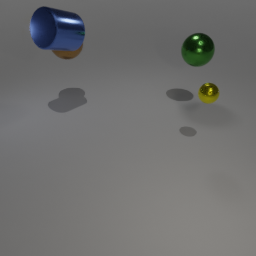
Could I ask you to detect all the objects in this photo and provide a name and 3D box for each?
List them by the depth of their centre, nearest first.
[{"bbox_3d":[2.690,-1.157,9.343,0.700,0.700,0.700,0,31,0],"label":"ball"},{"bbox_3d":[-2.509,-3.506,10.055,1.400,1.400,1.400,20,21,29],"label":"cylinder"},{"bbox_3d":[-2.579,-3.575,11.706,1.400,1.400,1.400,0,31,0],"label":"ball"},{"bbox_3d":[2.971,-3.316,11.927,1.400,1.400,1.400,0,31,0],"label":"ball"}]
